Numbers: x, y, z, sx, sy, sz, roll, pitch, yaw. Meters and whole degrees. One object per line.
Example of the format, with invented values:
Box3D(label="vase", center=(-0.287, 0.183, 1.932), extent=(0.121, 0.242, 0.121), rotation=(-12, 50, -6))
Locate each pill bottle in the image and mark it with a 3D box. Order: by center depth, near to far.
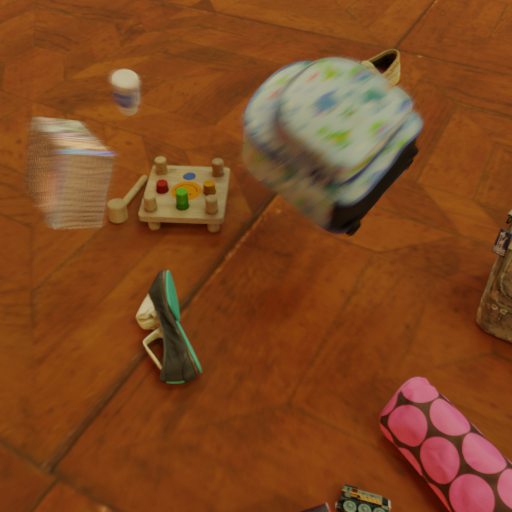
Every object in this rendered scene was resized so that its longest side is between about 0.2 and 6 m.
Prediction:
Box3D(label="pill bottle", center=(-2.453, -3.057, 10.582), extent=(0.472, 0.842, 0.472), rotation=(4, 63, -7))

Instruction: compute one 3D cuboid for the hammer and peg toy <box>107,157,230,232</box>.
Box3D(label="hammer and peg toy", center=(-1.852, -1.386, 11.923), extent=(2.491, 0.878, 1.832), rotation=(3, 45, 3))

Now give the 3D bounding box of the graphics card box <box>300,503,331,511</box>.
Box3D(label="graphics card box", center=(-0.158, 4.245, 6.467), extent=(2.899, 0.737, 1.819), rotation=(-13, 47, -11))

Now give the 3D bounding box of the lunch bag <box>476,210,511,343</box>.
Box3D(label="lunch bag", center=(5.167, 0.449, 9.170), extent=(2.629, 2.205, 1.832), rotation=(25, 50, 22))

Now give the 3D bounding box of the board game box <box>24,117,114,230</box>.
Box3D(label="board game box", center=(-2.772, -1.223, 8.190), extent=(0.698, 1.149, 1.441), rotation=(-4, 32, -39))

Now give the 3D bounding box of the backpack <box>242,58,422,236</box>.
Box3D(label="backpack", center=(1.078, -1.945, 8.803), extent=(2.481, 1.823, 2.271), rotation=(35, 68, 18))

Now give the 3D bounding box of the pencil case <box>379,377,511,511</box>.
Box3D(label="pencil case", center=(2.729, 2.859, 7.704), extent=(1.076, 1.111, 2.372), rotation=(17, 25, -46))

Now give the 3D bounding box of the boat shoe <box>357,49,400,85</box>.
Box3D(label="boat shoe", center=(2.954, -4.896, 15.355), extent=(1.041, 0.934, 2.813), rotation=(33, 54, 28))

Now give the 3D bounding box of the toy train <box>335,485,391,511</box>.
Box3D(label="toy train", center=(1.464, 3.401, 7.617), extent=(0.757, 0.323, 0.432), rotation=(10, 37, 10))

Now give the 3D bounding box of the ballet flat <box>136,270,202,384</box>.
Box3D(label="ballet flat", center=(-1.594, 1.167, 9.516), extent=(0.789, 0.785, 2.307), rotation=(-20, 48, -6))
